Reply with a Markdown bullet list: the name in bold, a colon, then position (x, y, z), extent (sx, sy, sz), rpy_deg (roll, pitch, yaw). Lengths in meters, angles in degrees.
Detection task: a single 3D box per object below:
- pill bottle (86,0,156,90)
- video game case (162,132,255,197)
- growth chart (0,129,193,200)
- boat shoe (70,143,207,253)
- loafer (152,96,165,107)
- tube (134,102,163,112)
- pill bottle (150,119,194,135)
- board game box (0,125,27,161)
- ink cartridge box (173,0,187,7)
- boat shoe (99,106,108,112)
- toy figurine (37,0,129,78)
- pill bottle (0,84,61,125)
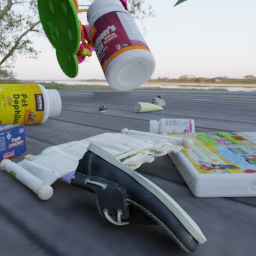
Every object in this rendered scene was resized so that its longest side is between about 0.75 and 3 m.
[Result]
- **pill bottle**: position (-0.160, -1.306, 4.237), extent (0.757, 1.382, 0.757), rpy_deg (-17, -29, -10)
- **video game case**: position (2.093, 0.484, 4.885), extent (2.637, 0.332, 2.897), rpy_deg (0, 10, -1)
- **growth chart**: position (-0.455, 0.424, 4.520), extent (2.715, 0.241, 1.965), rpy_deg (-15, 17, -32)
- **boat shoe**: position (-0.002, 0.747, 2.881), extent (1.792, 0.606, 0.644), rpy_deg (25, -18, 47)
- **loafer**: position (1.781, -1.536, 16.097), extent (0.670, 0.668, 1.916), rpy_deg (2, 10, 14)
- **tube**: position (1.010, -1.008, 13.777), extent (0.488, 0.545, 1.879), rpy_deg (-39, -18, 33)
- **pill bottle**: position (1.016, 0.069, 6.607), extent (1.012, 0.574, 0.574), rpy_deg (1, 9, 5)
- **board game box**: position (-3.222, 0.322, 5.016), extent (1.900, 0.586, 1.901), rpy_deg (2, 10, 17)
- **ink cartridge box**: position (2.024, -3.379, 5.299), extent (2.616, 0.776, 1.358), rpy_deg (-26, 9, -4)
- **boat shoe**: position (-1.188, -0.959, 13.836), extent (0.296, 0.279, 0.825), rpy_deg (2, 8, 20)
- **toy figurine**: position (-0.950, -2.944, 7.897), extent (2.323, 2.524, 1.895), rpy_deg (-30, 37, -33)
- **pill bottle**: position (-3.567, -0.770, 9.275), extent (2.490, 1.360, 1.360), rpy_deg (-7, 12, -36)
